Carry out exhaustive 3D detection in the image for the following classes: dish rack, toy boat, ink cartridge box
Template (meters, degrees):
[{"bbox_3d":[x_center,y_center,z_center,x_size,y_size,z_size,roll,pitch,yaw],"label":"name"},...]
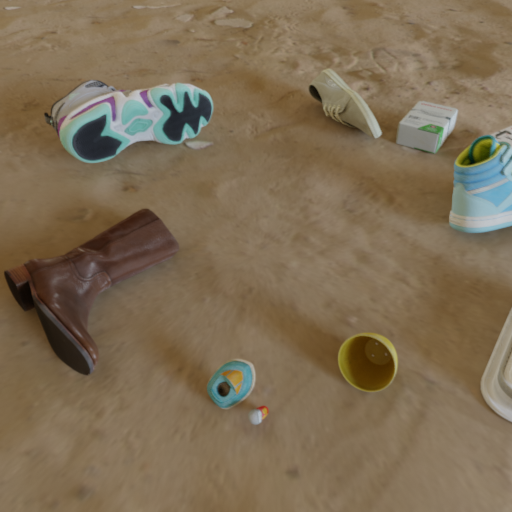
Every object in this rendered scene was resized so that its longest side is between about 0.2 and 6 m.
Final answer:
[{"bbox_3d":[5.050,1.634,7.724,3.199,0.696,2.745,25,47,23],"label":"dish rack"},{"bbox_3d":[-0.214,1.842,7.493,0.929,0.781,0.432,44,15,16],"label":"toy boat"},{"bbox_3d":[3.935,-2.983,12.886,0.972,0.551,1.326,22,47,26],"label":"ink cartridge box"},{"bbox_3d":[5.464,-2.326,12.225,1.162,0.481,0.853,-24,46,-24],"label":"ink cartridge box"}]

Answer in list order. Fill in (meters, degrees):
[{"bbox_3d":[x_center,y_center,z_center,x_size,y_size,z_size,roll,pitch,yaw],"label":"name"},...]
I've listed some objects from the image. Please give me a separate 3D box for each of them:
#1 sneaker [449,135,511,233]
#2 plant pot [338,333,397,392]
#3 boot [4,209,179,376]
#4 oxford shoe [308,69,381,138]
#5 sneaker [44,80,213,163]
[{"bbox_3d":[4.735,-1.490,10.308,2.560,1.671,1.018,-16,21,-18],"label":"sneaker"},{"bbox_3d":[1.654,1.428,7.944,0.826,0.826,0.587,24,21,24],"label":"plant pot"},{"bbox_3d":[-2.187,0.360,9.049,2.868,0.921,2.673,-27,50,-32],"label":"boot"},{"bbox_3d":[2.067,-3.505,13.273,0.793,1.033,2.747,-34,49,3],"label":"oxford shoe"},{"bbox_3d":[-2.988,-3.432,12.710,3.581,1.392,2.505,-20,43,-31],"label":"sneaker"}]
